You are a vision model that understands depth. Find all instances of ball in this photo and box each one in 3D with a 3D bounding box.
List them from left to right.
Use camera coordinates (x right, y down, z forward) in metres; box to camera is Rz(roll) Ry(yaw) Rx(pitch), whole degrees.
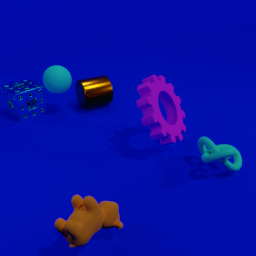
[{"bbox_3d":[-2.245,-1.532,8.900,0.883,0.883,0.883,0,30,0],"label":"ball"}]

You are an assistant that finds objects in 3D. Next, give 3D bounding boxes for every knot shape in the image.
[{"bbox_3d":[2.209,0.637,6.601,1.056,0.521,1.128,18,9,-10],"label":"knot shape"}]

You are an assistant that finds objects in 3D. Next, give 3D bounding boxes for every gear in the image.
[{"bbox_3d":[0.897,-0.466,7.212,0.331,1.788,1.788,-19,17,35],"label":"gear"}]

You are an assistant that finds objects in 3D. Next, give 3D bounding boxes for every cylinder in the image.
[{"bbox_3d":[-1.157,-1.226,9.587,1.015,1.015,1.015,-16,34,-25],"label":"cylinder"}]

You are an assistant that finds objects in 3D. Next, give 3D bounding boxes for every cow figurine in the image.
[{"bbox_3d":[-0.590,1.578,4.653,0.581,1.041,1.058,-6,34,39],"label":"cow figurine"}]

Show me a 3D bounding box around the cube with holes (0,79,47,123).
[{"bbox_3d":[-3.375,-0.919,9.130,0.959,0.959,0.959,25,39,36],"label":"cube with holes"}]
